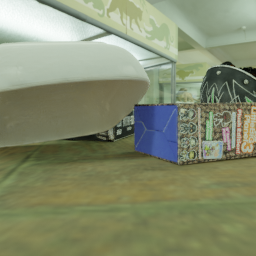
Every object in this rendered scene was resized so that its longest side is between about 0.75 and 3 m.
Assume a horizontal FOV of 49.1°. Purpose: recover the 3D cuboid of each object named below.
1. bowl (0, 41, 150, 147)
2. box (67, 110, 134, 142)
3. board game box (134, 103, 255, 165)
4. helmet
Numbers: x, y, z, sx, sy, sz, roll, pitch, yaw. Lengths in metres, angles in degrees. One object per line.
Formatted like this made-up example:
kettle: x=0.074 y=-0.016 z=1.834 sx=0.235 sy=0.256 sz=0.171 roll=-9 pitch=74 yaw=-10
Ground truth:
bowl: x=-1.261 y=-0.601 z=4.930 sx=2.734 sy=1.022 sz=2.738 roll=-9 pitch=-14 yaw=-23
box: x=-1.365 y=-0.153 z=7.866 sx=2.948 sy=0.734 sz=2.325 roll=1 pitch=4 yaw=16
board game box: x=1.186 y=0.008 z=4.772 sx=1.774 sy=0.859 sz=1.415 roll=-3 pitch=5 yaw=-25
helmet: x=3.465 y=-1.065 z=9.030 sx=2.274 sy=2.385 sz=2.385 roll=-32 pitch=20 yaw=-28
